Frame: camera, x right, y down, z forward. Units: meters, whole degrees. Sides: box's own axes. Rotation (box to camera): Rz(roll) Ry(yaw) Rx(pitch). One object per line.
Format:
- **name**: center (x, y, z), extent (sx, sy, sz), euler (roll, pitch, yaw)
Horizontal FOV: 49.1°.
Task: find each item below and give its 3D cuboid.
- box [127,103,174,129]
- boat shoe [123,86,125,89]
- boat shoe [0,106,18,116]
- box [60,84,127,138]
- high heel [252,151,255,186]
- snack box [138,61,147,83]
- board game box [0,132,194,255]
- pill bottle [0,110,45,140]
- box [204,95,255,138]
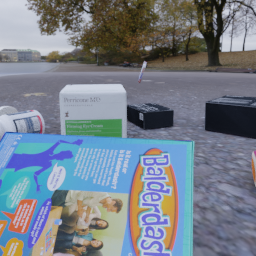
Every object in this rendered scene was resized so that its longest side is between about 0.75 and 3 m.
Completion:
- **box**: center (0.854, -0.530, 11.452), extent (1.304, 0.729, 1.847), euler (-9, 16, -19)
- **boat shoe**: center (-1.255, -2.276, 18.082), extent (0.867, 0.979, 2.675), euler (0, 6, 37)
- **boat shoe**: center (-4.725, -0.006, 9.158), extent (1.015, 1.067, 2.964), euler (4, 25, 12)
- **box**: center (-1.082, -0.481, 9.195), extent (2.020, 1.739, 2.030), euler (-1, 14, -5)
- **high heel**: center (3.042, 0.994, 5.383), extent (0.999, 0.701, 2.083), euler (-7, 18, 13)
- **snack box**: center (0.675, -2.650, 13.351), extent (0.129, 1.065, 0.383), euler (15, 54, -3)
- **board game box**: center (-0.627, 1.063, 3.460), extent (2.818, 0.634, 2.143), euler (3, 47, 12)
- **pill bottle**: center (-3.581, 0.007, 8.880), extent (0.964, 0.964, 1.613), euler (11, 18, 38)
- **box**: center (4.612, -0.434, 10.183), extent (2.976, 1.174, 2.101), euler (11, 21, 38)
